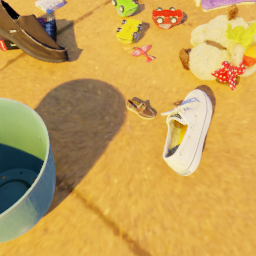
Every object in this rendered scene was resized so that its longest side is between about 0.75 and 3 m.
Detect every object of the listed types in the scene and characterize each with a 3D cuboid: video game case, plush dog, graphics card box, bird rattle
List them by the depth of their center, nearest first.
[{"bbox_3d":[3.157,-1.903,7.537,1.479,1.814,1.022,-5,17,-31],"label":"bird rattle"},{"bbox_3d":[2.657,-2.292,8.310,2.316,1.858,1.989,28,83,18],"label":"plush dog"},{"bbox_3d":[-3.377,-3.216,9.529,1.841,0.468,1.155,-5,54,-5],"label":"graphics card box"},{"bbox_3d":[-3.010,-4.790,10.804,0.756,0.190,0.834,37,63,23],"label":"video game case"}]

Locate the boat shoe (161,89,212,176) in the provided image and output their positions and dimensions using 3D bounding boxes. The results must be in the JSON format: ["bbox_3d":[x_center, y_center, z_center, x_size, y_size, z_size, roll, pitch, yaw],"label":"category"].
[{"bbox_3d":[1.308,-0.159,6.900,1.068,0.926,2.506,38,57,-27],"label":"boat shoe"}]

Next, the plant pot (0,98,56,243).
[{"bbox_3d":[-2.639,1.050,5.529,2.598,2.085,2.598,0,55,0],"label":"plant pot"}]

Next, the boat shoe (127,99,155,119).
[{"bbox_3d":[0.351,-0.540,7.727,0.897,0.323,0.323,31,60,20],"label":"boat shoe"}]

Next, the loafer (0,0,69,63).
[{"bbox_3d":[-3.000,-2.918,8.457,2.834,1.011,1.034,30,23,-2],"label":"loafer"}]

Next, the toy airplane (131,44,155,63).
[{"bbox_3d":[0.534,-2.425,9.152,0.913,0.168,0.913,3,50,-4],"label":"toy airplane"}]

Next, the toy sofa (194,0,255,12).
[{"bbox_3d":[3.779,-5.375,10.710,2.473,1.024,1.207,-12,55,-9],"label":"toy sofa"}]

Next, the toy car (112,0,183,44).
[{"bbox_3d":[0.279,-3.996,10.011,2.651,0.591,2.495,-28,59,-19],"label":"toy car"}]
